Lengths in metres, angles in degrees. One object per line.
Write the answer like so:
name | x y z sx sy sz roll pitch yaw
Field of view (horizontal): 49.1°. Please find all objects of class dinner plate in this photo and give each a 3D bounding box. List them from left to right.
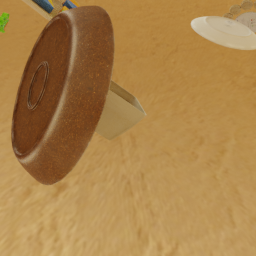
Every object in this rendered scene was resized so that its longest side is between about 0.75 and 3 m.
dinner plate | 1.438 -1.432 4.069 1.051 0.127 1.051 9 40 -7

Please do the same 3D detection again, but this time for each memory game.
memory game | 2.467 -2.149 5.720 1.108 1.108 0.071 10 63 8

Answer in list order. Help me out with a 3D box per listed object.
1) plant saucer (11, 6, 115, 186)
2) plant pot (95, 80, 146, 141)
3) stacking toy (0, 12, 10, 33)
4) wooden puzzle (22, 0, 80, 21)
plant saucer | -0.927 -0.450 3.331 0.380 2.206 2.206 15 44 -34
plant pot | -0.285 -0.271 4.174 0.753 0.668 0.754 33 15 -24
stacking toy | -2.417 -1.320 4.313 0.893 0.278 1.184 19 81 9
wooden puzzle | -1.714 -3.006 6.799 1.449 0.362 1.564 33 35 -31
